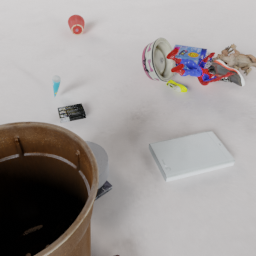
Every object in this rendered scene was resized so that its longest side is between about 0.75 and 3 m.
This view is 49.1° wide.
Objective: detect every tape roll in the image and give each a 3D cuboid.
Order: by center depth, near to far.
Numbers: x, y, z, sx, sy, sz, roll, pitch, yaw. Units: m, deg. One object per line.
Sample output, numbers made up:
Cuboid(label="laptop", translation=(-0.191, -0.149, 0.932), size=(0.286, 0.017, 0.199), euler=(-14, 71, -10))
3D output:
Cuboid(label="tape roll", translation=(-1.230, 0.994, 7.243), size=(1.472, 0.486, 1.472), euler=(1, 40, -1))

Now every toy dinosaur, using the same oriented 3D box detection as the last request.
Cuboid(label="toy dinosaur", translation=(4.669, -2.801, 11.621), size=(2.247, 0.965, 1.523), euler=(22, 19, 6))

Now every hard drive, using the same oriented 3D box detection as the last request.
Cuboid(label="hard drive", translation=(1.762, 0.743, 7.929), size=(2.021, 0.265, 1.333), euler=(-11, 42, -13))

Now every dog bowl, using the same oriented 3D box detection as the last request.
Cuboid(label="dog bowl", translation=(1.138, -2.529, 10.596), size=(0.600, 1.626, 1.626), euler=(-2, 33, 39))

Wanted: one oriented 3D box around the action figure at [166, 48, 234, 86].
Cuboid(label="action figure", translation=(2.697, -2.200, 9.902), size=(2.787, 1.379, 0.909), euler=(7, 65, -52))

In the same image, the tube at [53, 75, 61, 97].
Cuboid(label="tube", translation=(-2.510, -1.462, 9.781), size=(0.267, 1.059, 0.410), euler=(17, 67, -10))

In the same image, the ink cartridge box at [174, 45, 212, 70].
Cuboid(label="ink cartridge box", translation=(2.705, -2.966, 11.976), size=(1.673, 0.639, 1.142), euler=(13, 43, 12))

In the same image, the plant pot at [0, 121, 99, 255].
Cuboid(label="plant pot", translation=(-1.786, 1.756, 4.894), size=(2.718, 2.691, 2.718), euler=(0, 41, 0))

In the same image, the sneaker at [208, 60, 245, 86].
Cuboid(label="sneaker", translation=(3.819, -2.023, 11.033), size=(0.711, 0.669, 1.736), euler=(-37, 46, -1))

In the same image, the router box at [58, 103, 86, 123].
Cuboid(label="router box", translation=(-1.893, -0.509, 9.415), size=(0.850, 0.217, 0.634), euler=(-12, 42, -14))

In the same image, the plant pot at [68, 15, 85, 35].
Cuboid(label="plant pot", translation=(-2.666, -5.301, 14.576), size=(0.891, 0.891, 0.788), euler=(-7, 51, -8))

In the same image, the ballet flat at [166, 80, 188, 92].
Cuboid(label="ballet flat", translation=(1.808, -1.533, 10.559), size=(0.335, 0.334, 0.999), euler=(-30, 42, -17))

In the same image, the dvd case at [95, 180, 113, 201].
Cuboid(label="dvd case", translation=(-1.510, 1.350, 7.309), size=(1.380, 0.148, 1.856), euler=(-30, 49, -30))

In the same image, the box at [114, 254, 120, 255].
Cuboid(label="box", translation=(-0.280, 3.023, 5.163), size=(0.573, 0.429, 1.145), euler=(-11, 43, -12))
